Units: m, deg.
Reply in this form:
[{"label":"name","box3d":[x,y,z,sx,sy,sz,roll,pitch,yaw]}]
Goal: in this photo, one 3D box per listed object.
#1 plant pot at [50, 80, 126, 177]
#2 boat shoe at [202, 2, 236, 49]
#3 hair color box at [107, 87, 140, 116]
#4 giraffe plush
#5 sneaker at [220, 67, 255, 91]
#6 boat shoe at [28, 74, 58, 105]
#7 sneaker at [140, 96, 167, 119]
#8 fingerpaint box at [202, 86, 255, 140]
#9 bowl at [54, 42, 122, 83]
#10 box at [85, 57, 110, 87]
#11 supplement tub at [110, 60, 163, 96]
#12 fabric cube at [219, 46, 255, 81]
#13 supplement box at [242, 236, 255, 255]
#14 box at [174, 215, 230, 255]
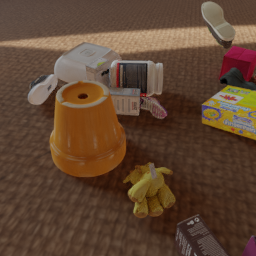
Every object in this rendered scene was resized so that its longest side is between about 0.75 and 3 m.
[{"label":"plant pot","box3d":[-1.376,-0.149,9.229,2.599,2.380,2.599,0,38,0]},{"label":"boat shoe","box3d":[2.463,-2.872,7.775,0.566,0.469,1.575,-20,61,0]},{"label":"hair color box","box3d":[-0.490,-1.117,11.572,1.964,0.972,0.596,4,39,5]},{"label":"giraffe plush","box3d":[0.485,1.611,8.087,1.362,1.579,1.280,-3,9,-21]},{"label":"sneaker","box3d":[5.029,-1.744,12.608,1.022,0.855,2.252,-31,49,-1]},{"label":"boat shoe","box3d":[-3.994,-1.798,12.552,0.802,0.849,2.367,8,37,9]},{"label":"sneaker","box3d":[1.131,-0.938,11.704,0.668,0.607,1.510,-21,42,-36]},{"label":"fingerpaint box","box3d":[4.468,-0.638,10.750,2.499,0.917,2.085,21,42,40]},{"label":"bowl","box3d":[-1.995,-3.344,14.207,2.946,1.100,2.942,23,47,23]},{"label":"box","box3d":[-1.268,-2.031,12.106,0.524,1.743,1.016,23,43,27]},{"label":"supplement tub","box3d":[0.382,-2.204,12.459,2.225,1.561,1.561,2,39,2]},{"label":"fabric cube","box3d":[5.401,-3.027,13.698,1.357,1.331,1.353,24,46,26]},{"label":"supplement box","box3d":[3.841,3.240,5.960,2.281,1.177,1.493,0,39,0]},{"label":"box","box3d":[1.840,3.073,6.366,0.710,0.948,1.894,-17,41,-20]}]
